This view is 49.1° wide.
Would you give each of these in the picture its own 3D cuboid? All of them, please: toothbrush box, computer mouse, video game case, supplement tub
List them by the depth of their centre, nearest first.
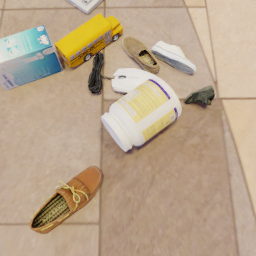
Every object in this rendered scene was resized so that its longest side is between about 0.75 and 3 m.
[{"bbox_3d":[0.425,-0.443,9.269,2.278,1.657,1.657,-36,75,-10],"label":"supplement tub"},{"bbox_3d":[-3.763,-2.495,10.166,2.311,1.692,0.986,-22,72,-6],"label":"toothbrush box"},{"bbox_3d":[-0.013,-1.835,10.477,3.000,0.658,1.645,13,70,4],"label":"computer mouse"},{"bbox_3d":[-1.800,-6.594,12.319,2.587,0.325,2.843,37,76,12],"label":"video game case"}]

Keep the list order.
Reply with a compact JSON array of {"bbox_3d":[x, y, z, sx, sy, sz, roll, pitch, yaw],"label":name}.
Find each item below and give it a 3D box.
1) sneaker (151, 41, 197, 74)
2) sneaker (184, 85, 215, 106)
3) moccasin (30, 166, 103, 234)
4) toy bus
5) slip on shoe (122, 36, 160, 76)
[{"bbox_3d":[1.842,-2.799,10.788,1.947,0.711,0.689,32,78,11],"label":"sneaker"},{"bbox_3d":[2.608,-1.026,10.120,1.125,0.430,0.644,-23,66,23],"label":"sneaker"},{"bbox_3d":[-1.934,2.204,8.871,2.717,1.049,0.994,-35,75,-11],"label":"moccasin"},{"bbox_3d":[-1.449,-3.478,10.838,2.682,1.050,0.873,-39,75,-12],"label":"toy bus"},{"bbox_3d":[0.504,-2.894,10.866,0.770,0.614,2.026,-32,74,-10],"label":"slip on shoe"}]
